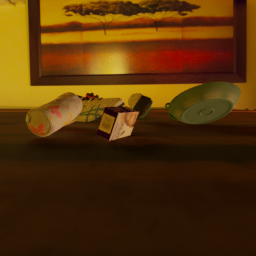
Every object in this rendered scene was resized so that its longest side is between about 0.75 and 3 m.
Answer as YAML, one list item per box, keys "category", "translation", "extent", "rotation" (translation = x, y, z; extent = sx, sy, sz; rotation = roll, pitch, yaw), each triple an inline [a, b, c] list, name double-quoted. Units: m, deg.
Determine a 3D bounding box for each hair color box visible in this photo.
- category: "hair color box"
  translation: [-0.172, -0.108, 5.241]
  extent: [0.317, 0.535, 0.979]
  rotation: [24, 14, 17]

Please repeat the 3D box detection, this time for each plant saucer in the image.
- category: "plant saucer"
  translation: [2.378, -0.636, 8.642]
  extent: [2.232, 0.401, 2.232]
  rotation: [-7, -25, -3]

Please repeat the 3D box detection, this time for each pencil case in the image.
- category: "pencil case"
  translation: [-1.499, -0.328, 5.854]
  extent: [0.631, 0.579, 1.392]
  rotation: [38, 28, -1]

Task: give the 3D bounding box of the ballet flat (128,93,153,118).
- category: "ballet flat"
  translation: [0.411, -0.895, 10.785]
  extent: [0.956, 0.956, 2.617]
  rotation: [0, 5, 4]

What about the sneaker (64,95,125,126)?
- category: "sneaker"
  translation: [-1.206, -0.594, 7.902]
  extent: [2.383, 0.864, 0.856]
  rotation: [-8, 16, 29]

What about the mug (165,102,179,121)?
- category: "mug"
  translation: [1.881, -0.745, 10.624]
  extent: [0.668, 0.813, 0.503]
  rotation: [-21, 27, 41]

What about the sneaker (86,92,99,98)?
- category: "sneaker"
  translation: [-0.965, -0.691, 11.679]
  extent: [1.997, 0.976, 0.706]
  rotation: [25, 7, -5]
